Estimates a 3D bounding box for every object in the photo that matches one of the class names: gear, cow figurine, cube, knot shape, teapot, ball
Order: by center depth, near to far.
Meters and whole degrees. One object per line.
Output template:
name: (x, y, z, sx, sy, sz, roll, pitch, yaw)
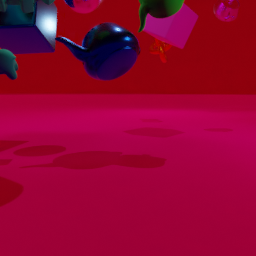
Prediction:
cow figurine: (-2.297, -1.156, 4.498, 0.913, 0.898, 0.501, -7, 53, -5)
teapot: (-0.435, -1.468, 5.216, 1.809, 0.886, 1.125, -14, -25, -39)
gear: (-2.209, -3.129, 5.319, 1.956, 1.956, 0.362, -2, -17, -17)
teapot: (0.666, -2.541, 5.535, 0.945, 1.520, 0.744, 39, -11, 36)
ball: (-1.039, -3.107, 6.406, 0.915, 0.915, 0.915, 0, 8, 0)
cube: (-2.481, -2.577, 6.532, 1.250, 1.250, 1.250, -1, -11, 5)
cube: (1.286, -3.297, 8.743, 1.102, 1.102, 1.102, 36, 18, 35)
teapot: (3.308, -3.964, 9.255, 0.868, 1.396, 0.684, 6, -27, -7)
knot shape: (1.411, -3.346, 11.680, 0.632, 1.281, 1.368, -4, -10, -24)
